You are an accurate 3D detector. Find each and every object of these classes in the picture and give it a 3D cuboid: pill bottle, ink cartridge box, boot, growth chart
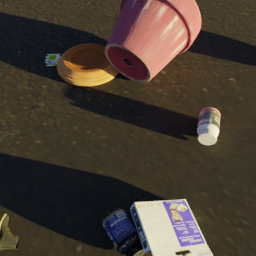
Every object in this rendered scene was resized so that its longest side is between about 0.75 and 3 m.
[{"bbox_3d":[-0.082,2.314,6.077,0.596,0.596,1.065,-24,51,-21],"label":"pill bottle"},{"bbox_3d":[0.909,2.234,6.042,1.419,0.311,1.432,4,40,-26],"label":"ink cartridge box"},{"bbox_3d":[-2.647,2.348,6.297,0.536,0.300,0.776,4,60,-2],"label":"boot"},{"bbox_3d":[2.386,-0.046,8.295,0.625,0.625,1.079,11,48,11],"label":"pill bottle"},{"bbox_3d":[-3.002,-2.724,11.211,0.650,0.080,0.898,-6,46,-5],"label":"growth chart"}]

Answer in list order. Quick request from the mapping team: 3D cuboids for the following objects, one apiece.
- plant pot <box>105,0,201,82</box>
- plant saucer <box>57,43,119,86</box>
[{"bbox_3d":[0.671,-3.199,9.873,2.947,2.947,2.637,25,73,22],"label":"plant pot"},{"bbox_3d":[-1.501,-2.528,10.687,2.429,0.455,2.429,1,48,-1],"label":"plant saucer"}]
